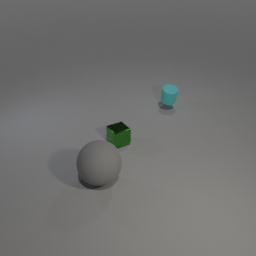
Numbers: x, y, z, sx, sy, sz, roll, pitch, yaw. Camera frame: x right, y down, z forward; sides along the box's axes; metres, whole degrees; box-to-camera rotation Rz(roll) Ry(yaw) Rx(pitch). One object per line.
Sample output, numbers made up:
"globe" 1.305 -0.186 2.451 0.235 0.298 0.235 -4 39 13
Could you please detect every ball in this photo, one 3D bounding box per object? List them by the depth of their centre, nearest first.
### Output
"ball" -0.888 1.073 8.662 1.400 1.400 1.400 0 32 0

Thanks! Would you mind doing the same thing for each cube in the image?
"cube" -0.363 0.271 10.769 0.700 0.700 0.700 -18 36 -27

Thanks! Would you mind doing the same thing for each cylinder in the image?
"cylinder" 1.911 -1.532 12.958 0.700 0.700 0.700 2 46 -2
